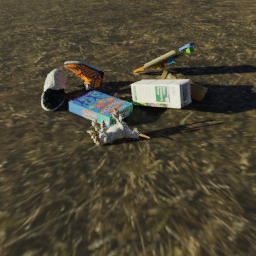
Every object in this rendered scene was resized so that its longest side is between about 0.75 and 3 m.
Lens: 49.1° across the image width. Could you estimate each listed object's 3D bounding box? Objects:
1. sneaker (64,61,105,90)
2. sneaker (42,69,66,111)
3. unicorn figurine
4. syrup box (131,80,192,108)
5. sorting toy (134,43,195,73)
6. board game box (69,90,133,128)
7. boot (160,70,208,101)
[{"bbox_3d":[-1.403,-1.674,9.123,1.441,0.807,0.559,8,-1,-32],"label":"sneaker"},{"bbox_3d":[-2.438,-1.168,9.162,0.706,0.712,1.965,24,38,-22],"label":"sneaker"},{"bbox_3d":[-0.276,0.022,7.043,1.364,0.937,0.504,-22,26,0],"label":"unicorn figurine"},{"bbox_3d":[0.982,-1.052,8.400,1.712,0.674,0.697,9,25,40],"label":"syrup box"},{"bbox_3d":[1.426,-2.519,10.679,2.519,0.343,1.418,-21,3,27],"label":"sorting toy"},{"bbox_3d":[-0.801,-0.614,8.338,1.524,0.343,1.159,22,35,27],"label":"board game box"},{"bbox_3d":[1.761,-1.294,9.293,1.491,0.493,1.306,24,-5,5],"label":"boot"}]
